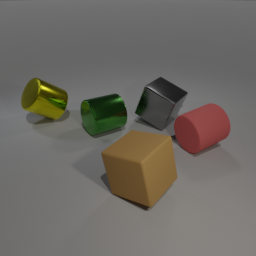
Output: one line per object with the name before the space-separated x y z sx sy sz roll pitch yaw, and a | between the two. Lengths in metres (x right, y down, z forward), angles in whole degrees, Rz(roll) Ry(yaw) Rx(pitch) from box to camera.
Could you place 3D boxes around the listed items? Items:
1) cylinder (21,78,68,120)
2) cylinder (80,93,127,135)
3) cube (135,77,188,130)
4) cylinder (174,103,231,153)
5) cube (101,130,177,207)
cylinder | -3.466 -1.193 11.669 1.400 1.400 1.400 22 8 -44
cylinder | -0.960 -0.547 11.015 1.400 1.400 1.400 -16 32 -28
cube | 1.363 -1.028 11.532 1.400 1.400 1.400 34 39 16
cylinder | 2.582 -0.002 9.842 1.400 1.400 1.400 -22 35 -23
cube | 0.349 1.041 7.711 1.400 1.400 1.400 9 32 39
